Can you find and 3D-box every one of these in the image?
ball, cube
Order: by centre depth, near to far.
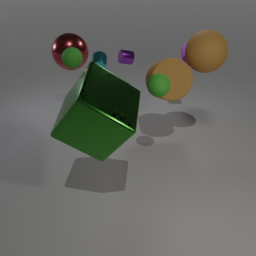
[{"bbox_3d":[-0.705,-0.348,6.447,1.400,1.400,1.400,29,43,-21],"label":"cube"},{"bbox_3d":[0.913,-1.268,8.296,0.700,0.700,0.700,0,29,0],"label":"ball"},{"bbox_3d":[2.614,-2.553,9.366,1.400,1.400,1.400,0,29,0],"label":"ball"},{"bbox_3d":[-1.905,-2.394,9.563,0.700,0.700,0.700,0,29,0],"label":"ball"},{"bbox_3d":[-2.243,-2.954,10.877,1.400,1.400,1.400,0,29,0],"label":"ball"}]

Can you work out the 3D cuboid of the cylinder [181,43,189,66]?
[{"bbox_3d":[2.614,-3.119,11.803,0.700,0.700,0.700,1,53,2],"label":"cylinder"}]

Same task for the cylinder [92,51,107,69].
[{"bbox_3d":[-1.353,-3.142,13.258,0.700,0.700,0.700,0,60,0],"label":"cylinder"}]

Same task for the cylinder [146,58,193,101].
[{"bbox_3d":[1.398,-1.689,9.832,1.400,1.400,1.400,-2,9,-4],"label":"cylinder"}]

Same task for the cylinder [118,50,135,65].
[{"bbox_3d":[-0.105,-3.705,14.654,0.700,0.700,0.700,2,26,-21],"label":"cylinder"}]
